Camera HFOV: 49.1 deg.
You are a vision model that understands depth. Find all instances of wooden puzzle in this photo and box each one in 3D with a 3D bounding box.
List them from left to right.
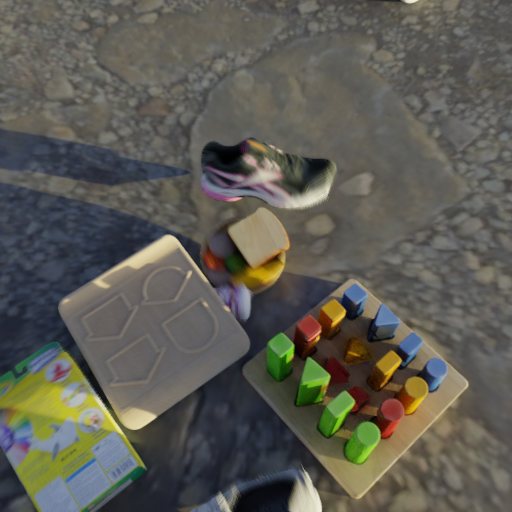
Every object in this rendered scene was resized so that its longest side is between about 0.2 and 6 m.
[{"bbox_3d":[-1.310,0.935,7.200,1.804,0.451,1.948,-34,69,-11],"label":"wooden puzzle"}]

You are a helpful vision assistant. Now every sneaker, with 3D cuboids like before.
[{"bbox_3d":[-0.425,2.789,5.717,2.330,0.955,0.871,-24,49,-18],"label":"sneaker"},{"bbox_3d":[0.118,-1.268,8.131,2.051,0.885,0.824,-1,49,10],"label":"sneaker"}]

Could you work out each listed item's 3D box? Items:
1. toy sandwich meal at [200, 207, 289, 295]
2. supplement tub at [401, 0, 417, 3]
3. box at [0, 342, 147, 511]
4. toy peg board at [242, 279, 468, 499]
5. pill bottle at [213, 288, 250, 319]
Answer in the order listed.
[{"bbox_3d":[-0.146,-0.075,7.767,1.314,0.450,1.314,1,69,-2],"label":"toy sandwich meal"},{"bbox_3d":[2.845,-5.781,11.178,0.938,0.938,1.299,-30,63,-18],"label":"supplement tub"},{"bbox_3d":[-2.320,2.049,6.551,1.162,0.479,1.981,-35,66,-18],"label":"box"},{"bbox_3d":[1.223,1.329,6.687,2.020,0.992,2.028,-36,65,-20],"label":"toy peg board"},{"bbox_3d":[-0.470,0.633,7.440,0.742,0.417,0.417,-2,58,9],"label":"pill bottle"}]
